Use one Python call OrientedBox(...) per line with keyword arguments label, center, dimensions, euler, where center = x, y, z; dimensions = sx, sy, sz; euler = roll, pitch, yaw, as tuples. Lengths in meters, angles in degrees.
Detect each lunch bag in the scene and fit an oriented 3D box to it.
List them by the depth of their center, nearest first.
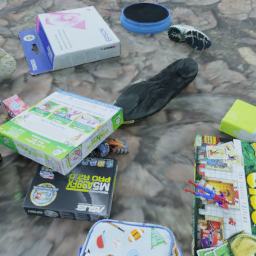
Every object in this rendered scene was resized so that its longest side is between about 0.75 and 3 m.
OrientedBox(label="lunch bag", center=(-0.110, 2.381, 4.134), dimensions=(1.666, 0.786, 2.079), euler=(-4, 42, 24))

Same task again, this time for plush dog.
OrientedBox(label="plush dog", center=(-4.440, -1.882, 8.023), dimensions=(1.841, 1.477, 1.581), euler=(30, 77, 25))

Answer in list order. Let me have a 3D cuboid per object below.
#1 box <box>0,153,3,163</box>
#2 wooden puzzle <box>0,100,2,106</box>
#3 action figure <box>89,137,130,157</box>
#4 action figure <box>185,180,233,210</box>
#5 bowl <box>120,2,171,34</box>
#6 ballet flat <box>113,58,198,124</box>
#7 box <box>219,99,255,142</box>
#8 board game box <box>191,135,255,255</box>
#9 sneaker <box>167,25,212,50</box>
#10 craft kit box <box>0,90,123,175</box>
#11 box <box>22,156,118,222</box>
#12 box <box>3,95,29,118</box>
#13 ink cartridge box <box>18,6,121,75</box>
OrientedBox(label="box", center=(-3.018, 0.828, 5.600), dimensions=(0.237, 0.940, 1.315), euler=(7, 48, 4))
OrientedBox(label="wooden puzzle", center=(-4.114, -0.213, 6.322), dimensions=(2.644, 0.309, 1.784), euler=(-18, 46, -34))
OrientedBox(label="action figure", center=(-0.423, 0.499, 6.238), dimensions=(0.910, 0.492, 0.941), euler=(-14, 23, -6))
OrientedBox(label="action figure", center=(1.525, 1.223, 5.060), dimensions=(0.882, 0.436, 0.288), euler=(23, 80, -1))
OrientedBox(label="bowl", center=(0.682, -4.262, 10.744), dimensions=(1.959, 0.385, 1.959), euler=(0, 47, 0))
OrientedBox(label="ballet flat", center=(0.778, -0.930, 7.556), dimensions=(2.968, 0.843, 0.986), euler=(-34, 79, -21))
OrientedBox(label="box", center=(3.177, -0.009, 6.757), dimensions=(1.617, 0.385, 0.986), euler=(29, 53, 24))
OrientedBox(label="board game box", center=(2.072, 1.406, 5.488), dimensions=(1.570, 0.352, 2.997), euler=(8, 48, 5))
OrientedBox(label="sneaker", center=(2.203, -3.228, 9.623), dimensions=(1.637, 0.635, 0.706), euler=(32, 52, 26))
OrientedBox(label="craft kit box", center=(-1.511, -0.048, 6.391), dimensions=(2.075, 0.503, 2.049), euler=(19, 39, 29))
OrientedBox(label="box", center=(-1.093, 1.162, 5.677), dimensions=(1.641, 0.363, 1.315), euler=(5, 47, 5))
OrientedBox(label="box", center=(-2.772, -0.422, 7.126), dimensions=(0.400, 0.417, 0.838), euler=(-34, 56, -28))
OrientedBox(label="ink cartridge box", center=(-2.107, -3.120, 9.528), dimensions=(2.939, 0.636, 2.885), euler=(-17, 50, -17))
